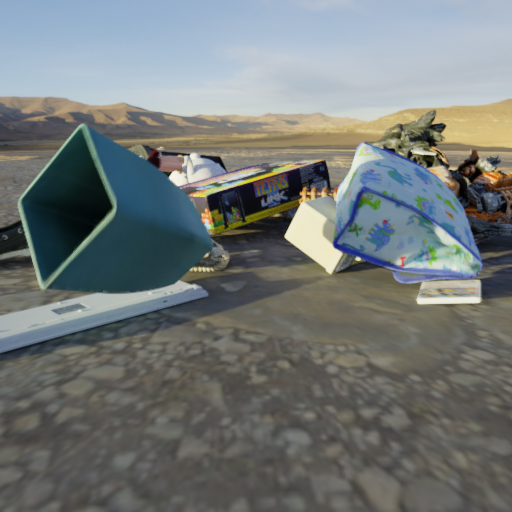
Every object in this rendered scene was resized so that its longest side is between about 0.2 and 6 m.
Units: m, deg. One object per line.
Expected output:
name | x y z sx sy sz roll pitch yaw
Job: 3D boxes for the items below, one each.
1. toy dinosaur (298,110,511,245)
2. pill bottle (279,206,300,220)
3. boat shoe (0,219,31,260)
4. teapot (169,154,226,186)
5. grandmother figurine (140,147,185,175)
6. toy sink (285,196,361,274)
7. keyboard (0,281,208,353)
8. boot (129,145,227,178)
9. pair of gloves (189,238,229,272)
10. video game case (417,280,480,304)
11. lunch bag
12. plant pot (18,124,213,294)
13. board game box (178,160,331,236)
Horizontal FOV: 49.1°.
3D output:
toy dinosaur | 3.782 -1.420 12.079 5.338 2.727 3.623 18 26 -16
pill bottle | 0.865 -1.394 15.060 0.697 0.697 1.282 -5 17 -19
boat shoe | -4.836 -0.330 10.108 2.668 0.885 0.997 -15 16 -28
teapot | -1.608 -2.057 15.511 2.089 1.546 2.117 -12 9 -35
grandmother figurine | -2.361 -2.227 13.479 1.329 0.806 0.403 -10 27 -40
toy sink | 1.441 -0.278 9.897 1.500 0.840 0.978 37 30 21
keyboard | -2.432 0.779 7.524 3.794 0.202 1.068 -13 14 -43
boot | -3.140 -2.420 17.802 3.100 1.234 3.761 -17 -4 32
pair of gloves | -2.002 -0.072 10.100 2.985 0.523 2.538 1 8 -16
video game case | 2.865 0.535 8.297 0.846 0.097 0.770 -3 15 23
lunch bag | 2.433 -0.617 8.972 2.221 1.415 1.888 19 36 -3
plant pot | -1.598 -0.362 7.019 1.970 1.392 1.392 20 35 -51
board game box | -0.365 -1.472 13.323 3.335 0.946 2.757 -21 18 -31
